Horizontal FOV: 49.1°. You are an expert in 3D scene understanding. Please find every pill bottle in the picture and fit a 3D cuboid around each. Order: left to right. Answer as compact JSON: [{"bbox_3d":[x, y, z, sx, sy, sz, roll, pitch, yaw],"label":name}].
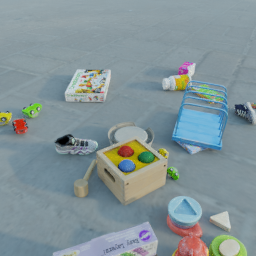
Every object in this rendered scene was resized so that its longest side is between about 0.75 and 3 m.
[{"bbox_3d":[2.483,-2.300,14.293,1.342,0.745,0.745,-7,34,-11],"label":"pill bottle"}]

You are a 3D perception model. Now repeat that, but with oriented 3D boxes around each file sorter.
[{"bbox_3d":[2.862,-0.619,10.780,1.775,1.569,2.557,13,31,11],"label":"file sorter"}]

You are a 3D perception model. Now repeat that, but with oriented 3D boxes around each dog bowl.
[{"bbox_3d":[0.111,0.418,10.402,1.703,0.499,1.703,0,34,0],"label":"dog bowl"}]

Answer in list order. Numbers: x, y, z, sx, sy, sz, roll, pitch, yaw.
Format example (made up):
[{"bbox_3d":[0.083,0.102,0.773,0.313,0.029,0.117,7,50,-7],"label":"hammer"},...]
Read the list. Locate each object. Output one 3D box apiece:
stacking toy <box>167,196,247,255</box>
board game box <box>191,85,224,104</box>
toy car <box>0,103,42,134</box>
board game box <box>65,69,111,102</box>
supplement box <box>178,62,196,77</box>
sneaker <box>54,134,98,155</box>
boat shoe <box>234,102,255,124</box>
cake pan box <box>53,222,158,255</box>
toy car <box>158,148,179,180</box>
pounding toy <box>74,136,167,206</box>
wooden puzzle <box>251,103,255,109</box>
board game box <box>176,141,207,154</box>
[{"bbox_3d":[1.912,2.508,6.901,1.853,0.864,2.047,-1,34,-1],"label":"stacking toy"},{"bbox_3d":[3.972,-1.666,13.804,0.818,0.257,1.712,-15,34,-20],"label":"board game box"},{"bbox_3d":[-4.415,-0.452,11.759,2.097,0.468,1.973,20,38,26],"label":"toy car"},{"bbox_3d":[-1.961,-2.231,14.385,1.871,0.513,2.964,1,33,2],"label":"board game box"},{"bbox_3d":[3.326,-3.246,15.850,0.617,0.630,1.218,17,39,22],"label":"supplement box"},{"bbox_3d":[-1.795,0.528,9.657,1.478,1.034,0.575,-6,64,-8],"label":"sneaker"},{"bbox_3d":[5.005,-0.595,12.015,0.686,0.552,1.479,-7,29,13],"label":"boat shoe"},{"bbox_3d":[-0.366,2.832,5.551,1.980,1.823,0.518,-11,39,-19],"label":"cake pan box"},{"bbox_3d":[1.245,1.218,9.016,1.083,1.151,0.257,44,53,10],"label":"toy car"},{"bbox_3d":[-0.496,1.192,8.624,2.537,1.161,2.229,-21,39,-28],"label":"pounding toy"},{"bbox_3d":[5.949,-1.014,12.973,0.804,0.057,0.477,14,36,21],"label":"wooden puzzle"},{"bbox_3d":[2.357,0.527,10.511,0.798,0.193,1.056,-17,38,-24],"label":"board game box"}]
